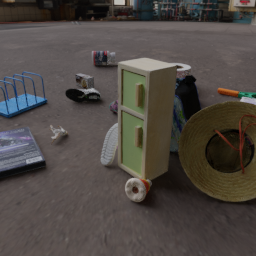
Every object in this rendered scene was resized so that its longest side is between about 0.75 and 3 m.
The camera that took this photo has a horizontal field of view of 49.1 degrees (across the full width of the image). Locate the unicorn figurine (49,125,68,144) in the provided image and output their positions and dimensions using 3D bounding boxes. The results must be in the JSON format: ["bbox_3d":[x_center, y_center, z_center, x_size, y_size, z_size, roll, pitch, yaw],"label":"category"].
[{"bbox_3d":[-2.411,0.162,9.574,0.616,0.331,0.897,38,35,27],"label":"unicorn figurine"}]

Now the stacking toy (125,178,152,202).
[{"bbox_3d":[0.349,1.462,6.964,0.574,0.574,0.786,16,12,30],"label":"stacking toy"}]

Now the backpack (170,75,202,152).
[{"bbox_3d":[0.984,-0.458,8.910,2.338,2.139,1.718,11,47,43],"label":"backpack"}]

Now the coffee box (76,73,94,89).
[{"bbox_3d":[-2.257,-2.445,14.605,0.421,0.597,1.056,-23,35,-39],"label":"coffee box"}]

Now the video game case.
[{"bbox_3d":[-3.748,0.706,8.641,1.826,0.242,2.556,-13,28,-25],"label":"video game case"}]

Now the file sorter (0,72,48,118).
[{"bbox_3d":[-4.798,-1.510,11.955,1.445,1.278,2.083,15,30,29],"label":"file sorter"}]

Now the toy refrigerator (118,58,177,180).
[{"bbox_3d":[0.399,-0.176,7.268,1.046,2.990,1.135,-19,33,-37],"label":"toy refrigerator"}]

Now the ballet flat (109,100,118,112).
[{"bbox_3d":[-0.090,-1.092,12.005,0.634,0.616,1.782,31,41,16],"label":"ballet flat"}]

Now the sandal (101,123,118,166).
[{"bbox_3d":[-0.441,0.476,8.302,0.548,1.347,0.331,16,-13,35],"label":"sandal"}]

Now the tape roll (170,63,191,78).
[{"bbox_3d":[2.416,-2.651,14.475,1.572,1.079,1.572,0,26,0],"label":"tape roll"}]

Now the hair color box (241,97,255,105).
[{"bbox_3d":[4.925,-0.801,11.444,0.778,0.461,1.423,14,31,27],"label":"hair color box"}]

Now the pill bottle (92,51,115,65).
[{"bbox_3d":[-1.625,-4.713,18.823,1.545,0.924,0.924,-2,26,-4],"label":"pill bottle"}]

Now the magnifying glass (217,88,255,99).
[{"bbox_3d":[5.480,-1.544,13.173,2.471,0.277,0.984,15,30,29],"label":"magnifying glass"}]

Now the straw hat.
[{"bbox_3d":[2.685,0.674,7.548,2.721,2.721,1.152,3,-17,6],"label":"straw hat"}]

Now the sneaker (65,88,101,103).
[{"bbox_3d":[-2.037,-1.546,12.974,1.598,0.603,0.920,8,17,-2],"label":"sneaker"}]
